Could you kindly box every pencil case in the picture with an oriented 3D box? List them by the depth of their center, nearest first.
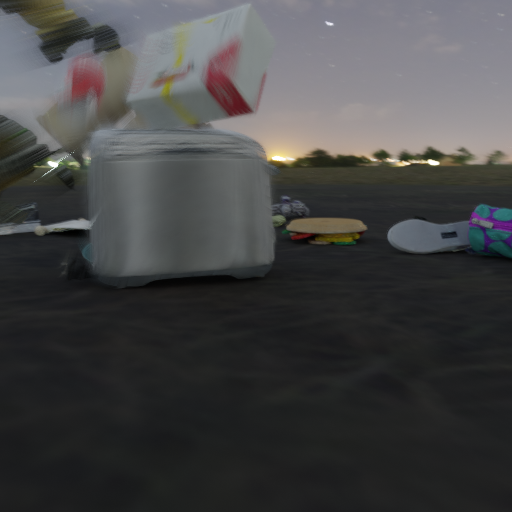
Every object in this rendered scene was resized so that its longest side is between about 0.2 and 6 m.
[{"bbox_3d":[3.915,-0.286,7.964,0.871,0.802,1.886,18,-2,-28],"label":"pencil case"}]

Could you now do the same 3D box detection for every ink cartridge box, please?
[{"bbox_3d":[-0.606,-1.964,5.979,1.371,0.995,0.572,-3,-27,32],"label":"ink cartridge box"}]

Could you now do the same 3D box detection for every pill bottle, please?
[{"bbox_3d":[-2.427,-2.271,7.746,0.546,0.546,0.973,0,47,2],"label":"pill bottle"}]

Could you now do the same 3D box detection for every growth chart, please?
[{"bbox_3d":[-2.992,-0.602,11.784,3.019,0.268,2.185,3,9,20],"label":"growth chart"}]

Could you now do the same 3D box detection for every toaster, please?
[{"bbox_3d":[-1.028,-0.649,6.830,2.649,1.711,1.505,-3,16,-15],"label":"toaster"}]

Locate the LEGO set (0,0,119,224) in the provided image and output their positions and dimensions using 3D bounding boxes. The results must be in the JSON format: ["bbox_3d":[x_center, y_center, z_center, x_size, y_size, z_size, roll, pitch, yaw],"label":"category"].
[{"bbox_3d":[-2.861,-1.456,6.135,0.949,3.349,2.175,56,12,29],"label":"LEGO set"}]

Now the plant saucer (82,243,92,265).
[{"bbox_3d":[-1.784,-0.013,7.635,1.111,0.200,1.111,1,24,0],"label":"plant saucer"}]

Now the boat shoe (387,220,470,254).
[{"bbox_3d":[2.872,-0.275,9.182,1.585,0.562,0.553,-5,-17,-10],"label":"boat shoe"}]

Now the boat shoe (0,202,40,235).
[{"bbox_3d":[-5.459,-0.794,11.446,0.781,0.738,2.177,7,12,40],"label":"boat shoe"}]

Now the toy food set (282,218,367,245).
[{"bbox_3d":[1.289,-0.474,10.582,1.563,0.380,1.547,4,10,23],"label":"toy food set"}]

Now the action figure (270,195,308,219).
[{"bbox_3d":[0.903,-1.260,15.199,1.079,0.575,1.658,9,14,9],"label":"action figure"}]

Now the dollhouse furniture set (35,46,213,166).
[{"bbox_3d":[-1.744,-1.612,9.442,2.612,1.805,2.766,41,-7,37],"label":"dollhouse furniture set"}]

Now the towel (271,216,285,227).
[{"bbox_3d":[0.069,-0.837,13.436,1.187,0.217,0.881,2,10,11],"label":"towel"}]

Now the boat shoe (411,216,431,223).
[{"bbox_3d":[3.129,-0.529,10.709,0.540,0.446,1.574,1,9,8],"label":"boat shoe"}]
